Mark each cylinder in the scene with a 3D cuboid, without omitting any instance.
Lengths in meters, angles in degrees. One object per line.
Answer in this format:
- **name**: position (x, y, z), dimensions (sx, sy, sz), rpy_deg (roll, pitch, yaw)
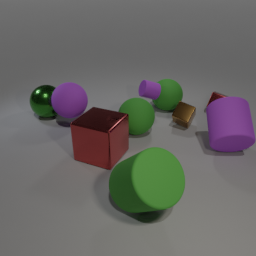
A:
- **cylinder**: position (0.898, -1.585, 11.633), dimensions (0.700, 0.700, 0.700), rpy_deg (10, 23, -25)
- **cylinder**: position (3.383, -0.099, 9.325), dimensions (1.400, 1.400, 1.400), rpy_deg (1, 63, 2)
- **cylinder**: position (0.424, 1.306, 6.824), dimensions (1.400, 1.400, 1.400), rpy_deg (-19, -9, -31)

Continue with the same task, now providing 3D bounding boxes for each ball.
- **ball**: position (-3.436, -1.128, 11.870), dimensions (1.400, 1.400, 1.400), rpy_deg (0, 29, 0)
- **ball**: position (0.313, -0.443, 10.566), dimensions (1.400, 1.400, 1.400), rpy_deg (0, 29, 0)
- **ball**: position (1.739, -1.488, 12.504), dimensions (1.400, 1.400, 1.400), rpy_deg (0, 29, 0)
- **ball**: position (-2.278, -1.082, 10.968), dimensions (1.400, 1.400, 1.400), rpy_deg (0, 29, 0)

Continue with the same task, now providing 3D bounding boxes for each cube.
- **cube**: position (2.213, -0.524, 11.076), dimensions (0.700, 0.700, 0.700), rpy_deg (26, 77, 21)
- **cube**: position (3.935, -1.148, 12.244), dimensions (0.700, 0.700, 0.700), rpy_deg (24, 19, 17)
- **cube**: position (-0.882, 0.292, 9.241), dimensions (1.400, 1.400, 1.400), rpy_deg (13, 31, 22)
